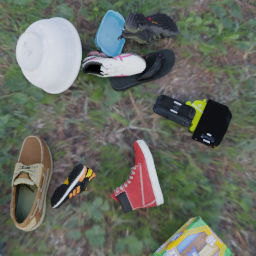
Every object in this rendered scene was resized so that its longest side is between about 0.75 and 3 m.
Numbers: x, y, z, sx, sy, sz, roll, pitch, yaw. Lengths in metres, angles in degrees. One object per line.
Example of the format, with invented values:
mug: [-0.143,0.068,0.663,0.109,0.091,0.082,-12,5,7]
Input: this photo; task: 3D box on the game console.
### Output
game console: [2.079,-0.449,9.220,2.477,0.299,1.461,25,75,10]

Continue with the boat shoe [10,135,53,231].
boat shoe: [-2.883,1.554,8.319,1.074,1.049,2.839,-4,70,-2]

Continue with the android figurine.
android figurine: [2.342,-0.432,9.461,1.259,0.258,1.146,-44,76,-12]

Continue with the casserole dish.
casserole dish: [-0.627,-3.378,10.189,1.118,0.358,1.845,32,65,-35]

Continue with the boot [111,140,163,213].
boot: [0.098,1.455,8.552,1.493,0.749,2.069,-13,74,-3]

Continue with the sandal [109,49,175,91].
sandal: [0.576,-2.081,9.838,2.604,0.623,0.979,-28,72,-8]

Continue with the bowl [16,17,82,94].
bowl: [-2.746,-2.375,8.975,2.492,1.120,2.492,3,96,34]

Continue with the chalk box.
chalk box: [1.490,3.553,7.490,2.055,1.279,1.272,-37,74,-14]

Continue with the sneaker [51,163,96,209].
sneaker: [-1.630,1.873,8.471,1.627,0.732,0.569,-52,34,4]

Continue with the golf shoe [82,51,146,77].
golf shoe: [-0.487,-2.006,9.377,2.147,0.780,0.989,4,43,11]

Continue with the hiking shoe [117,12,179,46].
hiking shoe: [0.746,-3.514,10.144,2.291,1.153,0.868,-4,72,-29]
